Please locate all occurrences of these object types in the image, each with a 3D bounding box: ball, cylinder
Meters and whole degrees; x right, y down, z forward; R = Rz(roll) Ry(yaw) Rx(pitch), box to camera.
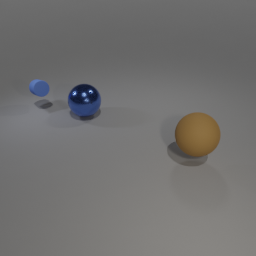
[{"bbox_3d":[-1.831,-1.163,11.806,1.400,1.400,1.400,0,31,0],"label":"ball"},{"bbox_3d":[-3.886,-1.750,12.258,0.700,0.700,0.700,-19,22,-29],"label":"cylinder"},{"bbox_3d":[2.185,0.205,8.836,1.400,1.400,1.400,0,31,0],"label":"ball"}]
